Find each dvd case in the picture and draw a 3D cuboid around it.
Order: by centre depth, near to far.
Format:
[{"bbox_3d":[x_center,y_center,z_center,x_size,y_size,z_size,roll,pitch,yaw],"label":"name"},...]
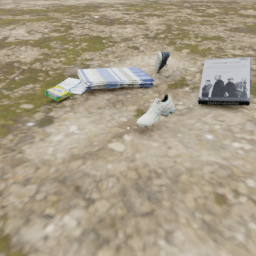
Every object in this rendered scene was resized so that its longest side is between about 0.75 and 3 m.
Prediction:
[{"bbox_3d":[3.547,-1.741,10.216,1.707,0.281,2.272,3,52,21],"label":"dvd case"}]

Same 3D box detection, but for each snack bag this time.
[{"bbox_3d":[-2.152,-1.706,11.351,1.300,0.139,1.226,14,34,20],"label":"snack bag"}]

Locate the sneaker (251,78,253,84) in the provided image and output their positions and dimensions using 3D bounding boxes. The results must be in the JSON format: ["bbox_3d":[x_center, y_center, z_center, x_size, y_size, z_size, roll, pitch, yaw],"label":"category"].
[{"bbox_3d":[4.216,-1.927,10.636,1.007,0.394,0.389,16,-5,29],"label":"sneaker"}]

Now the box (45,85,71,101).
[{"bbox_3d":[-2.549,-1.311,10.416,0.567,0.234,0.966,27,26,8],"label":"box"}]

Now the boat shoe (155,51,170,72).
[{"bbox_3d":[1.475,-2.901,12.198,0.512,0.620,1.656,-9,-12,-3],"label":"boat shoe"}]

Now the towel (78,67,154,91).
[{"bbox_3d":[-0.576,-2.092,11.649,2.869,0.341,2.107,-6,29,-18],"label":"towel"}]

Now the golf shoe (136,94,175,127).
[{"bbox_3d":[0.773,-0.535,8.399,1.429,0.695,0.560,-31,31,-28],"label":"golf shoe"}]
